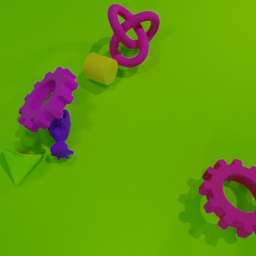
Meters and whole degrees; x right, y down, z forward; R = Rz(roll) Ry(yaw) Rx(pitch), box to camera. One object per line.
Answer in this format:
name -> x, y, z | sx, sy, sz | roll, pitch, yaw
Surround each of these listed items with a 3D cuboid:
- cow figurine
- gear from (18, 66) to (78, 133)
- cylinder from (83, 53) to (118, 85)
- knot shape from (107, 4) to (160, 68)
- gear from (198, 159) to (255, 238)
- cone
cow figurine -> -1.847, 0.210, 7.749 | 0.651, 1.168, 1.187 | -5, 30, 3
gear -> -2.202, -0.802, 7.642 | 1.936, 0.358, 1.936 | -24, 45, 26
cylinder -> -0.813, -1.752, 8.303 | 0.770, 0.770, 0.770 | 24, 73, 18
knot shape -> 0.222, -2.836, 8.316 | 1.710, 0.845, 1.828 | -26, 115, -21
gear -> 2.753, 1.666, 6.904 | 1.946, 0.360, 1.946 | 6, 49, -8
cone -> -2.908, 1.064, 7.554 | 1.139, 1.139, 1.144 | 15, 99, 5
